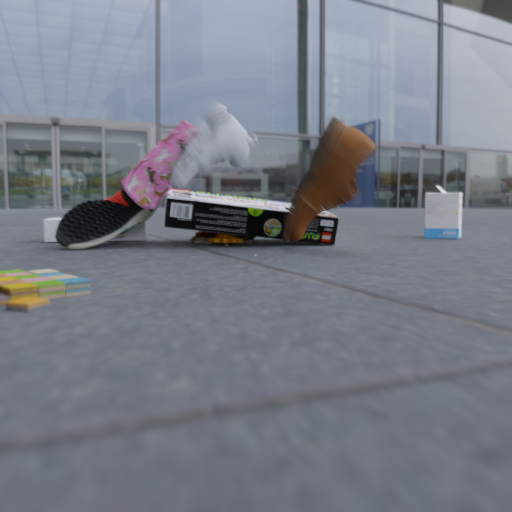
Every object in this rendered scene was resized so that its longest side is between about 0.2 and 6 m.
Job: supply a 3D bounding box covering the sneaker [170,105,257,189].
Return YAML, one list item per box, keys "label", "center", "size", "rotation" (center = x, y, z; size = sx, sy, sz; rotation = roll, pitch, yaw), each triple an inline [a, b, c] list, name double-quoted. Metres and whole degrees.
- label: "sneaker"
  center: [-0.895, -2.105, 11.981]
  size: [1.190, 2.070, 0.778]
  rotation: [34, -7, -7]

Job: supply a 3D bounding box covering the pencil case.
- label: "pencil case"
  center: [-1.997, -2.042, 12.684]
  size: [0.950, 2.196, 0.909]
  rotation: [42, 4, -44]

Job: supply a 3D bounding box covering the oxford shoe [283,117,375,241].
- label: "oxford shoe"
  center: [1.399, -1.271, 11.576]
  size: [1.139, 3.196, 1.140]
  rotation: [24, 48, -4]

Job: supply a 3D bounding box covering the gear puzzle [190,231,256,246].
- label: "gear puzzle"
  center: [-0.842, -0.574, 14.356]
  size: [1.668, 0.422, 3.220]
  rotation: [0, 7, -1]

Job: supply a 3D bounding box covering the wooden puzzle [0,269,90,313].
- label: "wooden puzzle"
  center: [-3.117, 0.372, 6.888]
  size: [1.603, 0.190, 2.704]
  rotation: [-6, 8, -41]

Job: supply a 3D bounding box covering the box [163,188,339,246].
- label: "box"
  center: [-0.219, -1.007, 13.852]
  size: [4.044, 0.702, 2.226]
  rotation: [6, 12, -9]

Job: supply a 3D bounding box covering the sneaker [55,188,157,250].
- label: "sneaker"
  center: [-3.448, -0.750, 13.405]
  size: [1.089, 1.446, 3.094]
  rotation: [39, 47, 10]

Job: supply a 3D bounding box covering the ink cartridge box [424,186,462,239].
- label: "ink cartridge box"
  center: [5.217, -1.219, 15.582]
  size: [0.904, 1.444, 0.928]
  rotation: [3, 7, 24]

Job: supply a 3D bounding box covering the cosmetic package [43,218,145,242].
- label: "cosmetic package"
  center: [-4.207, -0.710, 14.721]
  size: [2.496, 0.632, 1.030]
  rotation: [-2, 7, -15]
